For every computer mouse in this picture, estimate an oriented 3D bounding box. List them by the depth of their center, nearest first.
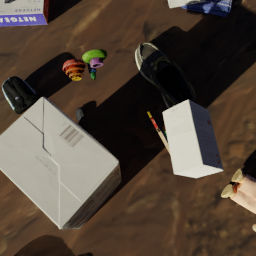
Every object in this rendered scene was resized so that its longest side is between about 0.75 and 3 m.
[{"bbox_3d":[-1.417,-0.159,8.603,0.317,0.184,1.080,-11,71,-5],"label":"computer mouse"}]

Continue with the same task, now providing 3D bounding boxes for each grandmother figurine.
[{"bbox_3d":[3.976,2.147,7.490,2.639,0.799,1.600,35,101,9],"label":"grandmother figurine"}]

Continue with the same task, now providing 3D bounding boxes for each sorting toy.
[{"bbox_3d":[0.880,0.221,6.335,0.236,0.673,1.397,-29,101,5],"label":"sorting toy"},{"bbox_3d":[-1.041,-1.538,7.202,1.257,0.755,0.516,-16,83,22],"label":"sorting toy"}]

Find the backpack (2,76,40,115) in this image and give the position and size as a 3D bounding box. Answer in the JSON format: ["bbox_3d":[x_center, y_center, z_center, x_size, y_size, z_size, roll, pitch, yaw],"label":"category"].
[{"bbox_3d":[-3.386,-1.072,8.680,0.893,0.842,1.095,-41,94,-9],"label":"backpack"}]

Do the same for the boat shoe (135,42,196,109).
[{"bbox_3d":[1.186,-1.686,8.786,1.048,0.885,2.940,-29,72,-10],"label":"boat shoe"}]

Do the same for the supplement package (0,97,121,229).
[{"bbox_3d":[-1.599,1.013,6.948,2.364,2.472,1.818,40,75,13],"label":"supplement package"}]

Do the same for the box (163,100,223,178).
[{"bbox_3d":[1.255,0.238,5.453,0.633,0.808,1.299,-26,60,37],"label":"box"}]

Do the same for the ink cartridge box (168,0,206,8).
[{"bbox_3d":[2.519,-5.812,10.232,2.462,0.618,2.837,-8,66,3],"label":"ink cartridge box"}]

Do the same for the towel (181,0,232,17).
[{"bbox_3d":[3.042,-5.284,10.490,1.807,0.298,2.496,13,69,7],"label":"towel"}]

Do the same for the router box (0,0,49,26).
[{"bbox_3d":[-4.074,-4.716,10.065,2.377,0.581,2.134,-3,70,-1],"label":"router box"}]
